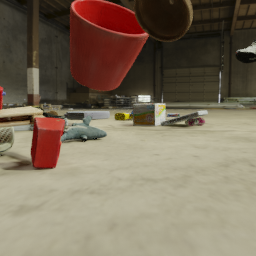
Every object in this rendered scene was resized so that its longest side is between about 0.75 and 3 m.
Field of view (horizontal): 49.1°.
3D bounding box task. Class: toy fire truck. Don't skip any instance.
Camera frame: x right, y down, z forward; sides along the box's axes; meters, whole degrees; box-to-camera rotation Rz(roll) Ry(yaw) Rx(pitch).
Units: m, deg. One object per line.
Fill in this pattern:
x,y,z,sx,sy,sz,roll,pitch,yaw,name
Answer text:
-1.830,-0.166,4.128,1.552,0.536,2.201,5,19,-22,toy fire truck

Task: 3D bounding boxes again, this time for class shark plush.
-1.035,0.098,6.101,0.543,0.592,1.304,37,18,26,shark plush

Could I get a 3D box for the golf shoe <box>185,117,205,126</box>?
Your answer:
2.559,-0.244,10.746,0.872,0.328,0.399,-1,2,-29,golf shoe

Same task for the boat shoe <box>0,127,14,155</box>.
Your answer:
-2.746,0.039,4.991,2.380,0.741,0.888,24,18,38,boat shoe

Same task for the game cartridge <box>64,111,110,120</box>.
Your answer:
-2.174,-0.724,15.792,1.635,0.510,2.455,7,8,29,game cartridge

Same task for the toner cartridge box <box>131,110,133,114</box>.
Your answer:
0.591,-0.743,14.905,0.667,0.303,1.404,35,9,5,toner cartridge box

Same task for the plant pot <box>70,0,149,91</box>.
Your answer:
-0.912,-2.961,10.376,2.850,2.522,2.850,14,40,-12,plant pot

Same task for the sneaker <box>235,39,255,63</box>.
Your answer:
3.832,-2.424,8.721,1.225,0.705,0.462,1,-27,-14,sneaker

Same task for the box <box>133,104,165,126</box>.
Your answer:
0.870,-0.543,11.079,0.923,0.831,1.640,1,5,21,box

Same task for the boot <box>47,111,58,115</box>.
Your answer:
-4.247,-0.588,13.952,1.044,0.497,1.350,-2,0,31,boot

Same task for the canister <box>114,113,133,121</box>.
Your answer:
-0.186,-0.593,14.537,0.666,0.388,0.897,3,4,31,canister

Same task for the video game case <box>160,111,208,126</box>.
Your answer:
2.194,-0.381,10.806,1.480,0.179,1.624,-16,-3,27,video game case

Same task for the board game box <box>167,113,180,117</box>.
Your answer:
3.028,-0.857,18.747,0.785,0.200,1.160,0,5,6,board game box

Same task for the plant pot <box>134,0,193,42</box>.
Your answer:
1.094,-3.405,7.923,1.738,1.738,0.802,4,46,41,plant pot

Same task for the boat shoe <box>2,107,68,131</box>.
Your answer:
-3.068,-0.325,9.101,0.885,0.730,2.579,4,6,43,boat shoe
